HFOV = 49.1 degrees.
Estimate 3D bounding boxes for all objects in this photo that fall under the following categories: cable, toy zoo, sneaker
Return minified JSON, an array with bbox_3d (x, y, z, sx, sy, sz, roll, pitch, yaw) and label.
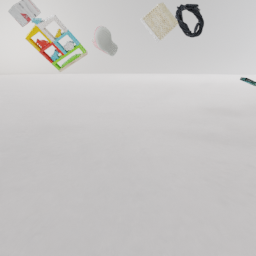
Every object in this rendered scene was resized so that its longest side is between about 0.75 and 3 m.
[{"bbox_3d":[1.737,-3.058,7.994,1.156,0.943,0.294,-20,16,-39],"label":"cable"},{"bbox_3d":[-1.833,-2.141,6.978,0.964,1.469,0.150,-28,44,20],"label":"toy zoo"},{"bbox_3d":[-1.100,-3.465,10.846,0.984,0.709,1.883,36,2,16],"label":"sneaker"}]

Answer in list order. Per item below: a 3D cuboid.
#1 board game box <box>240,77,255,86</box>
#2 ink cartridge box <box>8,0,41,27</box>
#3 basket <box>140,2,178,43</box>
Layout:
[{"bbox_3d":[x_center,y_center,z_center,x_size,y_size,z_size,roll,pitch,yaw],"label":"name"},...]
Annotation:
[{"bbox_3d":[3.754,-1.411,8.582,0.508,0.106,0.752,25,14,5],"label":"board game box"},{"bbox_3d":[-3.382,-3.819,9.212,0.365,0.647,0.881,-25,28,35],"label":"ink cartridge box"},{"bbox_3d":[1.289,-4.201,11.133,0.944,1.174,1.164,-34,12,30],"label":"basket"}]
